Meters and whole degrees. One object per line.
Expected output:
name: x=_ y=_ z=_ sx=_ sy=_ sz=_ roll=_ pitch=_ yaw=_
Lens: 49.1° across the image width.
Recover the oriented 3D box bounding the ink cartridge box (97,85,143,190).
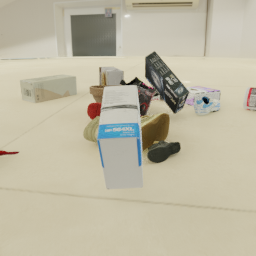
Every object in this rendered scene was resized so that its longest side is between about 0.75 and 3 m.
ink cartridge box: x=-0.105 y=0.120 z=5.525 sx=0.737 sy=1.276 sz=1.747 roll=-4 pitch=38 yaw=4

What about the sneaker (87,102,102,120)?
sneaker: x=-0.407 y=-0.457 z=11.049 sx=2.258 sy=0.885 sz=1.304 roll=22 pitch=15 yaw=17

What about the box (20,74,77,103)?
box: x=-4.405 y=-2.286 z=15.834 sx=1.378 sy=1.128 sz=2.903 roll=15 pitch=23 yaw=38

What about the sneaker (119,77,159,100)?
sneaker: x=0.736 y=-2.215 z=15.471 sx=2.801 sy=1.225 sz=1.033 roll=-3 pitch=18 yaw=-10

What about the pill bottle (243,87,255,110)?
pill bottle: x=6.416 y=-1.275 z=12.895 sx=1.920 sy=1.063 sz=1.063 roll=11 pitch=21 yaw=29

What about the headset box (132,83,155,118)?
headset box: x=0.425 y=-1.065 z=10.262 sx=0.856 sy=1.151 sz=0.432 roll=24 pitch=26 yaw=8

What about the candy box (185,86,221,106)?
candy box: x=3.625 y=-1.716 z=14.836 sx=1.897 sy=0.679 sz=1.591 roll=-10 pitch=21 yaw=-30

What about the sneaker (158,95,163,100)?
sneaker: x=2.277 y=-1.760 z=15.291 sx=1.377 sy=0.531 sz=0.564 roll=-13 pitch=28 yaw=-32

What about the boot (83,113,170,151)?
boot: x=0.068 y=0.015 z=9.240 sx=2.101 sy=0.984 sz=2.703 roll=6 pitch=17 yaw=30

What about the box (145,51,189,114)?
box: x=1.554 y=-1.840 z=11.671 sx=0.490 sy=2.250 sz=1.803 roll=-34 pitch=-15 yaw=-7

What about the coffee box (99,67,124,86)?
coffee box: x=-1.067 y=-2.958 z=17.381 sx=1.026 sy=1.453 sz=2.572 roll=-5 pitch=18 yaw=-15

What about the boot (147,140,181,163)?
boot: x=0.865 y=0.674 z=8.232 sx=1.273 sy=0.431 sz=0.831 roll=-16 pitch=11 yaw=-36

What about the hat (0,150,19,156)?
hat: x=-3.929 y=0.926 z=7.710 sx=1.206 sy=1.061 sz=0.999 roll=-23 pitch=41 yaw=16

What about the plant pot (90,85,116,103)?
plant pot: x=-0.476 y=-1.260 z=12.497 sx=2.495 sy=1.152 sz=2.495 roll=3 pitch=12 yaw=-1

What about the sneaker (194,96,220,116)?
sneaker: x=3.723 y=-1.122 z=12.919 sx=0.775 sy=0.781 sz=2.156 roll=12 pitch=20 yaw=34
